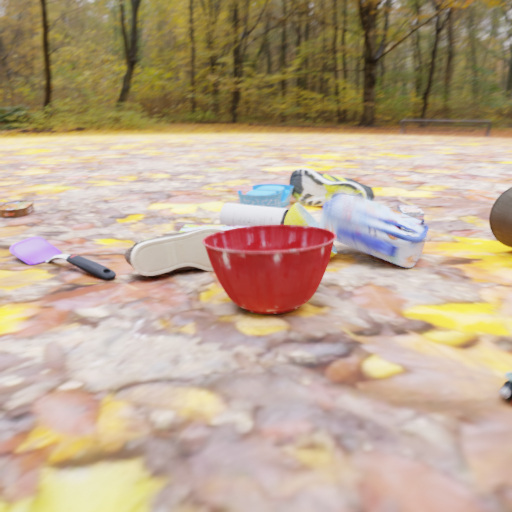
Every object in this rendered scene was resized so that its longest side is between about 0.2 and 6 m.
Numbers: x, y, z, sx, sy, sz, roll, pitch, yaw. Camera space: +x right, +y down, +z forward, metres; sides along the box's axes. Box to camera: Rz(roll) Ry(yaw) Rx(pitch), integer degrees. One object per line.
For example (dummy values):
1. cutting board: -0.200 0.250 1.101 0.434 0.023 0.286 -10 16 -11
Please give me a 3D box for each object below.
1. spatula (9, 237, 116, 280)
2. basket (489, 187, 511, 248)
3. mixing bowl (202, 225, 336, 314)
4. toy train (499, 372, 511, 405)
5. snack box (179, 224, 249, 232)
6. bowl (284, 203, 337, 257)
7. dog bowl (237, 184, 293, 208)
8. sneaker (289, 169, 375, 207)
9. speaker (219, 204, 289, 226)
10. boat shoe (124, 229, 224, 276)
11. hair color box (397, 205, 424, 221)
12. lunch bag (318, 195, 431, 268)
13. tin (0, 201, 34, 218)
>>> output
1. spatula: -3.653 0.074 10.635 2.816 0.289 0.796 13 27 35
2. basket: 5.946 -0.491 10.788 1.863 1.405 2.066 9 16 -24
3. mixing bowl: 0.223 0.221 8.571 2.010 1.089 2.010 -3 14 1
4. toy train: 2.951 1.396 5.975 0.786 0.335 0.448 -12 29 -36
5. snack box: -0.845 -0.377 12.020 1.558 0.413 1.108 1 16 3
6. bowl: 0.940 -0.346 11.116 0.691 1.285 1.285 -39 9 14
7. dog bowl: 0.286 -1.686 16.399 1.261 0.561 2.263 6 17 21
8. sneaker: 2.214 -1.889 16.629 2.842 1.058 1.202 25 22 39
9. speaker: -0.023 -0.853 13.247 1.657 0.673 0.673 7 17 26
10. boat shoe: -1.285 -0.087 10.359 2.262 0.813 0.673 -9 12 -30
11. hair color box: 4.024 -1.079 14.669 0.545 0.330 1.089 2 16 5
12. lunch bag: 2.375 -0.523 11.168 2.166 0.818 1.736 21 20 18
13. tin: -6.677 -1.302 15.589 0.794 0.297 1.418 -6 16 -6
